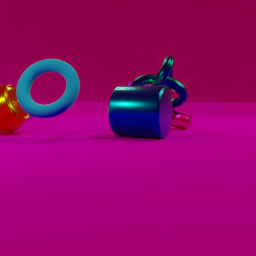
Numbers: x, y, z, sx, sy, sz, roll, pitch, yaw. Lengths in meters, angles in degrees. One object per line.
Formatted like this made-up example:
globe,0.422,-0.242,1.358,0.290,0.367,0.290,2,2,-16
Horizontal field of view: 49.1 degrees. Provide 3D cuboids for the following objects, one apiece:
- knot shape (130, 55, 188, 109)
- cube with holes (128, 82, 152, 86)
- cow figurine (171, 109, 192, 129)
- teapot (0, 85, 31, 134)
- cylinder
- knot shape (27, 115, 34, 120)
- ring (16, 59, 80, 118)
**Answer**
knot shape,0.935,-1.179,7.734,1.781,1.666,0.823,-2,29,-36
cube with holes,0.504,-1.035,10.876,1.059,1.059,1.059,3,41,2
cow figurine,1.328,-0.219,8.083,1.034,0.568,1.018,17,18,13
teapot,-2.935,-0.530,6.776,0.977,1.240,1.994,-21,-13,12
cylinder,0.309,-0.370,6.356,1.160,1.160,1.160,3,6,23
knot shape,-4.156,-1.007,10.894,1.306,1.222,0.603,13,-14,-35
ring,-1.608,-0.807,5.634,1.295,1.295,0.259,1,-19,7
